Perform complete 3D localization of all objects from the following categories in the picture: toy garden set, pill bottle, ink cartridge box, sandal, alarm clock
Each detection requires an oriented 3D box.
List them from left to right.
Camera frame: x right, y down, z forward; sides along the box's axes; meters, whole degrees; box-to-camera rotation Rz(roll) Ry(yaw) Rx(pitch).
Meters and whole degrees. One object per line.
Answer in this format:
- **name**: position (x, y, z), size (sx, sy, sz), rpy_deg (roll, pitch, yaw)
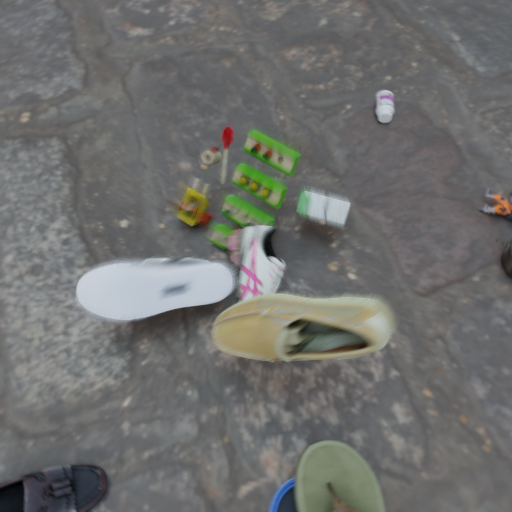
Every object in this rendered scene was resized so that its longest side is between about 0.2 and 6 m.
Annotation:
- **toy garden set**: position (-0.515, -1.254, 10.880), size (2.052, 2.462, 0.491), rpy_deg (32, 27, 22)
- **ink cartridge box**: position (1.329, -0.952, 10.975), size (0.949, 0.696, 0.394), rpy_deg (15, 103, 9)
- **sandal**: position (1.437, 4.324, 8.021), size (1.324, 0.952, 3.336), rpy_deg (-7, 68, -10)
- **pill bottle**: position (3.065, -3.545, 13.353), size (0.416, 0.416, 0.740), rpy_deg (5, 60, 3)
- **alarm clock**: position (5.574, 0.215, 10.987), size (1.148, 0.566, 1.702), rpy_deg (-21, 59, -13)

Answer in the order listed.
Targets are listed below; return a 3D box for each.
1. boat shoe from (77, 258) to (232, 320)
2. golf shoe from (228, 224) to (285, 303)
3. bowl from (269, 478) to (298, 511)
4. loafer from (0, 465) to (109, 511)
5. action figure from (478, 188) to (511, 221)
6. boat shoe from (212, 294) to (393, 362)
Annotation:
- **boat shoe**: position (-1.778, 0.464, 9.817), size (2.629, 0.943, 0.891), rpy_deg (-8, 14, -19)
- **golf shoe**: position (0.096, 0.414, 10.309), size (0.923, 0.728, 2.005), rpy_deg (-12, 87, 26)
- **bowl**: position (0.840, 4.125, 8.788), size (1.282, 0.252, 1.282), rpy_deg (0, 60, -1)
- **loafer**: position (-3.635, 3.854, 8.625), size (2.612, 0.823, 0.939), rpy_deg (-14, 60, -8)
- **action figure**: position (5.346, -1.042, 11.890), size (1.071, 0.579, 1.107), rpy_deg (23, 35, 6)
- **boat shoe**: position (0.489, 1.143, 8.356), size (2.914, 1.044, 1.110), rpy_deg (-10, 11, 27)
